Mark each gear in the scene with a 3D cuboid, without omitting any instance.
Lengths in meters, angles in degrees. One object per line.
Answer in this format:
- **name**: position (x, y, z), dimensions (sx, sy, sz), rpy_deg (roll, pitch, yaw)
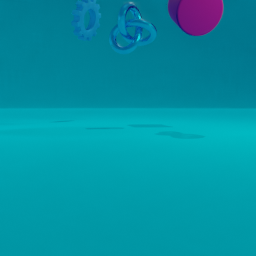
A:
- **gear**: position (-1.575, -4.158, 10.733), dimensions (0.285, 1.543, 1.543), rpy_deg (19, 11, 21)

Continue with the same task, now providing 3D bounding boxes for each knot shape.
- **knot shape**: position (0.033, -2.503, 7.403), dimensions (1.271, 1.189, 0.587), rpy_deg (42, 12, -29)

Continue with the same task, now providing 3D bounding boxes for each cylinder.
- **cylinder**: position (1.907, -3.478, 8.121), dimensions (1.293, 1.293, 1.293), rpy_deg (0, 33, -5)
